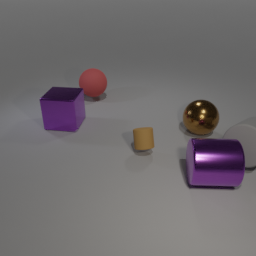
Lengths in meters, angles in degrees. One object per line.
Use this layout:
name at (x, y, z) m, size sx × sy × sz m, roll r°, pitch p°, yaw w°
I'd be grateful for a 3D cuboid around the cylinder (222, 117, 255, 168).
cylinder at (4.009, 0.427, 9.163) m, size 1.400 × 1.400 × 1.400 m, roll 22°, pitch 25°, yaw 35°

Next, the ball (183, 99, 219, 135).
ball at (2.853, -0.416, 10.984) m, size 1.400 × 1.400 × 1.400 m, roll 0°, pitch 29°, yaw 0°

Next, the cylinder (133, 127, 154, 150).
cylinder at (0.546, 0.360, 9.776) m, size 0.700 × 0.700 × 0.700 m, roll -6°, pitch 6°, yaw 1°

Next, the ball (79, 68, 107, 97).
ball at (-1.735, -2.255, 13.930) m, size 1.400 × 1.400 × 1.400 m, roll 0°, pitch 29°, yaw 0°

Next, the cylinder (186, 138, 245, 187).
cylinder at (2.529, 1.013, 8.321) m, size 1.400 × 1.400 × 1.400 m, roll 1°, pitch 29°, yaw 2°

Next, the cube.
cube at (-2.662, -0.807, 11.669) m, size 1.400 × 1.400 × 1.400 m, roll 4°, pitch 29°, yaw 7°
